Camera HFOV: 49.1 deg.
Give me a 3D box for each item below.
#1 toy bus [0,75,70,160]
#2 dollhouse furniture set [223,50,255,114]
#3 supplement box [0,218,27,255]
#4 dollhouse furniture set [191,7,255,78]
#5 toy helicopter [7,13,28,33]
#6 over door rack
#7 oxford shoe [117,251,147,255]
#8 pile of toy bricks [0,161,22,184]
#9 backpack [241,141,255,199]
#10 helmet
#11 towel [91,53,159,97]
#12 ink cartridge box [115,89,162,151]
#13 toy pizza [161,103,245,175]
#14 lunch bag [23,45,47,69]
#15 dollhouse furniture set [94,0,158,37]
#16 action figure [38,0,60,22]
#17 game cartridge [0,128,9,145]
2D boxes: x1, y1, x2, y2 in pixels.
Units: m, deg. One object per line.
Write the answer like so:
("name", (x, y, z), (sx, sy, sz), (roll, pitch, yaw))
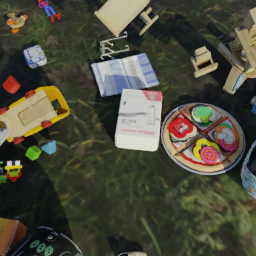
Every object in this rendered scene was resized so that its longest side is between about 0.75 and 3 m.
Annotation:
("toy bus", (-3.316, -0.410, 9.694), (2.582, 2.437, 1.334), (21, 16, 10))
("dollhouse furniture set", (5.638, -2.002, 10.356), (3.000, 1.957, 2.832), (36, 64, 20))
("supplement box", (-4.380, 2.895, 7.868), (2.738, 0.911, 0.942), (7, 58, 4))
("dollhouse furniture set", (2.981, -2.020, 8.014), (2.171, 2.455, 1.365), (-22, 85, 13))
("toy helicopter", (-5.288, -5.144, 13.219), (0.937, 0.559, 1.417), (-31, 53, -14))
("over door rack", (-0.568, -3.505, 12.147), (1.301, 0.433, 0.961), (-16, 56, 15))
("oxford shoe", (0.100, 3.593, 7.773), (0.857, 0.316, 0.303), (-8, 58, -5))
("pile of toy bricks", (-4.265, 1.504, 8.925), (1.679, 0.932, 0.829), (-1, 85, -20))
("backpack", (4.667, 1.091, 8.577), (2.548, 1.613, 2.126), (-40, 49, -23))
("helmet", (-2.245, 3.725, 6.805), (2.125, 2.125, 2.026), (21, 43, 13))
("towel", (-0.145, -2.213, 11.479), (2.458, 0.293, 1.805), (-13, 59, -8))
("ink cartridge box", (0.407, -0.318, 9.940), (1.487, 0.840, 2.030), (5, 58, 3))
("toy pizza", (2.648, 0.217, 9.821), (2.943, 0.466, 2.943), (0, 58, 0))
("lunch bag", (-3.980, -3.026, 11.942), (0.833, 0.393, 1.040), (-23, 59, -12))
("dollhouse furniture set", (-0.162, -4.014, 9.633), (1.491, 2.244, 1.967), (-43, 101, 12))
("action figure", (-3.959, -6.000, 13.584), (0.571, 0.867, 1.751), (-31, 60, -19))
("game cartridge", (-5.410, 0.782, 8.678), (2.907, 0.588, 1.938), (-5, 30, 17))
